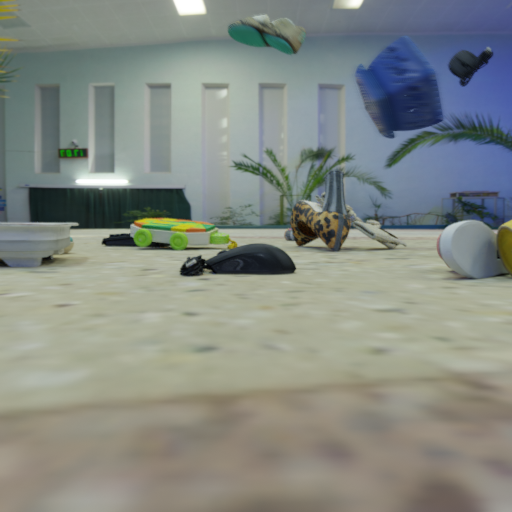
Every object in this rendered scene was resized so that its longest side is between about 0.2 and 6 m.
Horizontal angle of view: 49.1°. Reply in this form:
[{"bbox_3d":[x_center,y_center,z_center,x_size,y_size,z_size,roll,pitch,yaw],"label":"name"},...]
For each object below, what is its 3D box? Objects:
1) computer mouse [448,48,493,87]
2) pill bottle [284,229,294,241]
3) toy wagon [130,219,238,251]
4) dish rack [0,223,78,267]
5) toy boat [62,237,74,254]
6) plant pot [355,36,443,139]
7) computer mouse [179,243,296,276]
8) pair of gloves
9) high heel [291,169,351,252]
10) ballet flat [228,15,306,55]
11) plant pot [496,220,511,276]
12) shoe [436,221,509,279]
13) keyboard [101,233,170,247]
[{"bbox_3d":[3.914,-3.642,10.531,0.293,0.769,1.111,34,20,-16],"label":"computer mouse"},{"bbox_3d":[1.233,-0.665,17.868,0.401,0.401,0.689,-3,4,-38],"label":"pill bottle"},{"bbox_3d":[-1.558,-0.493,12.572,2.369,0.469,1.838,5,11,12],"label":"toy wagon"},{"bbox_3d":[-4.180,-0.204,8.049,3.008,0.655,2.582,-1,3,-13],"label":"dish rack"},{"bbox_3d":[-4.031,-0.288,10.479,1.125,0.523,0.945,0,4,-1],"label":"toy boat"},{"bbox_3d":[2.872,-3.357,11.473,1.280,1.423,1.424,-24,-39,10],"label":"plant pot"},{"bbox_3d":[-0.202,0.031,6.542,1.347,0.355,0.933,0,3,-1],"label":"computer mouse"},{"bbox_3d":[2.318,-0.810,12.554,1.700,0.351,1.999,19,16,-50],"label":"pair of gloves"},{"bbox_3d":[1.320,-0.417,12.520,0.960,1.916,2.688,11,-33,-11],"label":"high heel"},{"bbox_3d":[0.233,-4.023,10.036,1.606,0.605,0.545,27,-14,34],"label":"ballet flat"},{"bbox_3d":[3.023,-0.144,5.726,0.882,0.937,0.937,-17,4,-1],"label":"plant pot"},{"bbox_3d":[2.354,-0.051,6.344,1.688,0.603,0.768,4,-1,-40],"label":"shoe"},{"bbox_3d":[-2.265,-0.532,15.204,2.279,0.487,3.796,1,4,16],"label":"keyboard"}]
